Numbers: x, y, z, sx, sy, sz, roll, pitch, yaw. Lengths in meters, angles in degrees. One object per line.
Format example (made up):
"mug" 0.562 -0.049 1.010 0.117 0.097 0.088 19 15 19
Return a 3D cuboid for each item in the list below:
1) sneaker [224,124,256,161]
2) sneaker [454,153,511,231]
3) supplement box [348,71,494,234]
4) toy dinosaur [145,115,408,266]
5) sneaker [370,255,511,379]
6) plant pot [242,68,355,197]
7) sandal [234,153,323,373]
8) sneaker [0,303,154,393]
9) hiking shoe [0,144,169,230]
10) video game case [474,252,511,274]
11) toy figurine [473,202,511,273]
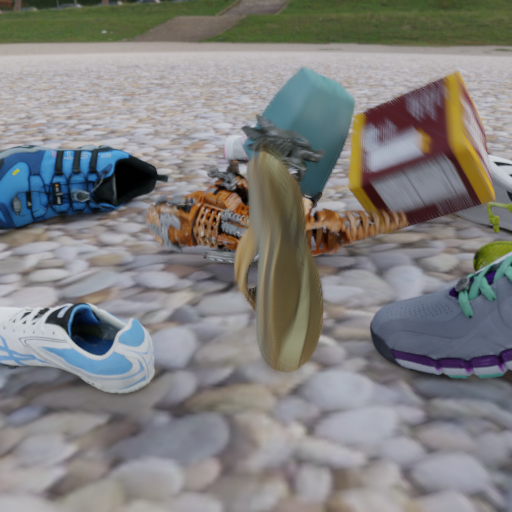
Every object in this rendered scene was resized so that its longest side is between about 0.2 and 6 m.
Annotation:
"sneaker" 0.052 -2.637 13.317 0.790 0.728 1.790 18 38 33
"sneaker" 4.489 -1.041 9.385 1.692 1.105 3.025 -10 34 -30
"supplement box" 2.397 -1.485 8.230 1.679 1.115 1.656 -17 44 32
"toy dinosaur" 0.269 -0.551 8.089 3.444 1.759 2.337 20 38 -11
"sneaker" 2.628 0.188 5.124 3.383 1.481 1.259 -8 26 25
"plant pot" 0.783 -2.123 9.381 1.217 1.722 1.217 14 31 -27
"sandal" 0.112 0.040 5.092 0.595 0.885 2.203 -25 54 28
"sneaker" -1.978 0.746 5.563 2.193 0.795 0.788 8 26 21
"hiking shoe" -3.108 -1.257 9.415 1.488 1.277 3.432 13 27 28
"video game case" 3.067 0.342 6.080 1.253 0.144 1.141 -33 38 13
"toy figurine" 3.580 0.254 6.228 2.374 1.252 1.422 10 33 27
